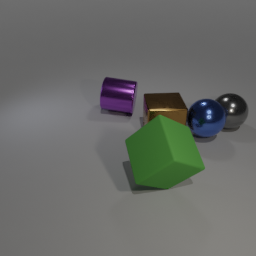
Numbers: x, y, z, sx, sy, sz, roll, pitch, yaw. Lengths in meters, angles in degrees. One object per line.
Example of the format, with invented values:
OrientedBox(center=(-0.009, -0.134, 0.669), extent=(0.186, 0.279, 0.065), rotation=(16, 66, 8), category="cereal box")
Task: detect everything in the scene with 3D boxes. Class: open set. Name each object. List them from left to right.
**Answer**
OrientedBox(center=(-0.378, -1.413, 12.091), extent=(1.400, 1.400, 1.400), rotation=(10, 32, 5), category="cylinder")
OrientedBox(center=(1.335, -0.403, 10.496), extent=(1.400, 1.400, 1.400), rotation=(-2, 32, -3), category="cube")
OrientedBox(center=(0.990, 0.719, 7.757), extent=(1.400, 1.400, 1.400), rotation=(19, 45, -42), category="cube")
OrientedBox(center=(2.828, -0.366, 10.167), extent=(1.400, 1.400, 1.400), rotation=(0, 31, 0), category="ball")
OrientedBox(center=(3.958, -0.661, 10.953), extent=(1.400, 1.400, 1.400), rotation=(0, 31, 0), category="ball")
